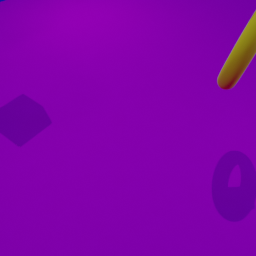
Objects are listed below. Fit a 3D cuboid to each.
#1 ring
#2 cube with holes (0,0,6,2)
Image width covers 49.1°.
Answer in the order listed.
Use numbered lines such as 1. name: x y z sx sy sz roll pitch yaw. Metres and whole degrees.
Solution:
1. ring: 2.255 -1.544 5.300 0.359 1.796 1.796 31 56 12
2. cube with holes: -3.299 -3.644 6.351 1.082 1.082 1.082 45 56 11
